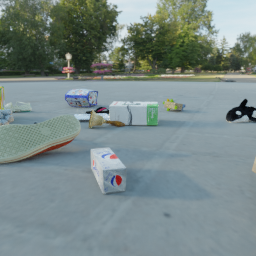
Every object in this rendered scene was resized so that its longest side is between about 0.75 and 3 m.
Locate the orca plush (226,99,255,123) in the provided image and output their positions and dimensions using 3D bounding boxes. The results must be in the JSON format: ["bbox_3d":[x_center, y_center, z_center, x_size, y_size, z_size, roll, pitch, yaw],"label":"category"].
[{"bbox_3d":[5.428,-0.827,12.480,2.642,0.939,1.390,-3,13,-16],"label":"orca plush"}]

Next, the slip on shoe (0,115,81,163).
[{"bbox_3d":[-2.599,0.364,7.425,2.752,1.019,0.842,-17,-23,-29],"label":"slip on shoe"}]

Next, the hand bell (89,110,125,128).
[{"bbox_3d":[-0.795,-0.227,10.980,1.386,0.722,0.722,11,9,-15],"label":"hand bell"}]

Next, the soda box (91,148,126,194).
[{"bbox_3d":[-0.442,0.830,5.817,0.461,0.496,1.452,-3,12,-16],"label":"soda box"}]

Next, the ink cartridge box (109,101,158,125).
[{"bbox_3d":[0.265,-0.635,11.818,1.995,0.839,1.456,1,12,4],"label":"ink cartridge box"}]

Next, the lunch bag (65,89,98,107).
[{"bbox_3d":[-2.768,-1.802,16.774,1.502,1.094,1.767,3,4,12],"label":"lunch bag"}]

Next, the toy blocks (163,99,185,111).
[{"bbox_3d":[2.617,-1.181,15.201,0.908,0.663,1.328,7,6,-26],"label":"toy blocks"}]

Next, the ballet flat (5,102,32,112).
[{"bbox_3d":[-5.956,-1.107,14.778,1.679,0.602,0.602,-4,13,-16],"label":"ballet flat"}]

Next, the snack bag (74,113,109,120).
[{"bbox_3d":[-1.631,-0.467,12.667,1.605,0.172,1.513,-2,12,-11],"label":"snack bag"}]

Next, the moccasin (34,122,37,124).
[{"bbox_3d":[-2.527,0.058,8.789,0.404,0.342,1.003,11,-5,35],"label":"moccasin"}]

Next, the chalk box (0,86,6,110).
[{"bbox_3d":[-6.293,-1.095,12.480,1.467,1.474,2.369,-4,14,-17],"label":"chalk box"}]

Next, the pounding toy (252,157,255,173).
[{"bbox_3d":[3.690,0.520,5.023,2.485,1.919,2.699,-9,25,-33],"label":"pounding toy"}]

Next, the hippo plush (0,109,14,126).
[{"bbox_3d":[-5.139,-0.333,11.217,1.023,0.815,0.822,11,-24,-24],"label":"hippo plush"}]

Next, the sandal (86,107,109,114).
[{"bbox_3d":[-1.433,-0.901,14.299,1.463,0.330,0.550,-3,12,-14],"label":"sandal"}]
